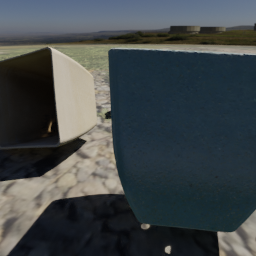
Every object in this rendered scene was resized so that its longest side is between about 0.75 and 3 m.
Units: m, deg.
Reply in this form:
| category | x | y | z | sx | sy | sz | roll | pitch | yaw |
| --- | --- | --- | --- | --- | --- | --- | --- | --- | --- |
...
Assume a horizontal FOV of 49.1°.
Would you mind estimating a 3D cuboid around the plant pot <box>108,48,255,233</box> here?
| category | x | y | z | sx | sy | sz | roll | pitch | yaw |
| --- | --- | --- | --- | --- | --- | --- | --- | --- | --- |
| plant pot | 0.858 | 0.183 | 3.984 | 2.120 | 2.159 | 2.114 | 4 | 5 | 5 |

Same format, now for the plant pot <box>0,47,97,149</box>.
| category | x | y | z | sx | sy | sz | roll | pitch | yaw |
| --- | --- | --- | --- | --- | --- | --- | --- | --- | --- |
| plant pot | -1.827 | -0.604 | 6.740 | 1.991 | 1.994 | 1.765 | -4 | 1 | 31 |
